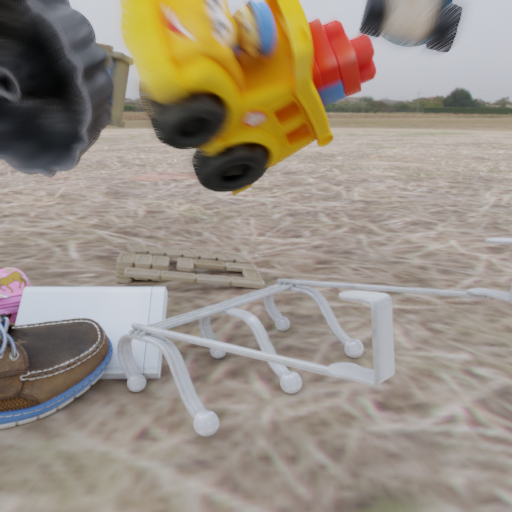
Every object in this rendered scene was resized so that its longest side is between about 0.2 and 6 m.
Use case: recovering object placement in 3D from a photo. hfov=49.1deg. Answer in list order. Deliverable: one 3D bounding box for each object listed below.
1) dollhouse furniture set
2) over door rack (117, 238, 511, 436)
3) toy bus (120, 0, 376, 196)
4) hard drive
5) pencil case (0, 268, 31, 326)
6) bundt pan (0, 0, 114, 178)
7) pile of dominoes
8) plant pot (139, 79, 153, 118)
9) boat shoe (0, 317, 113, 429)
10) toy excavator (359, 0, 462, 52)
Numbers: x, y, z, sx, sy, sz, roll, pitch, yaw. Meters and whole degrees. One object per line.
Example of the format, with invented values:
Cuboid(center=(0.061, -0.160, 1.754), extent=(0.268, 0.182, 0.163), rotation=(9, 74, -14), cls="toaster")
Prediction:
Cuboid(center=(-2.928, -2.844, 9.056), extent=(1.205, 1.211, 1.719), rotation=(12, 11, 6), cls="dollhouse furniture set")
Cuboid(center=(0.494, 0.709, 4.853), extent=(2.226, 1.004, 3.013), rotation=(-15, 1, -44), cls="over door rack")
Cuboid(center=(0.062, -2.330, 7.001), extent=(2.720, 1.922, 2.833), rotation=(-20, -22, 13), cls="toy bus")
Cuboid(center=(-1.668, 0.755, 5.623), extent=(1.464, 0.195, 0.965), rotation=(0, 57, 0), cls="hard drive")
Cuboid(center=(-3.234, 0.709, 5.583), extent=(0.905, 0.866, 2.091), rotation=(35, 31, 25), cls="pencil case")
Cuboid(center=(-3.197, -2.611, 7.983), extent=(2.798, 2.798, 1.050), rotation=(7, 36, 24), cls="bundt pan")
Cuboid(center=(-1.029, 0.244, 8.563), extent=(2.128, 0.339, 1.658), rotation=(6, 14, -9), cls="pile of dominoes")
Cuboid(center=(-1.685, -3.159, 11.356), extent=(1.468, 1.468, 1.575), rotation=(-5, 3, -15), cls="plant pot")
Cuboid(center=(-2.284, 0.916, 4.556), extent=(2.346, 0.849, 0.847), rotation=(-17, 44, -34), cls="boat shoe")
Cuboid(center=(1.492, -2.717, 4.934), extent=(0.791, 1.540, 1.584), rotation=(14, 32, 6), cls="toy excavator")
